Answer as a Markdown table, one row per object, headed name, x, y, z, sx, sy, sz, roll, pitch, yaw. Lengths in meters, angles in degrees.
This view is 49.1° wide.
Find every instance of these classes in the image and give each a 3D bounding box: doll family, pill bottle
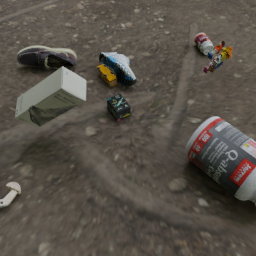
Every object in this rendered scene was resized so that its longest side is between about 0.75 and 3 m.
| name | x | y | z | sx | sy | sz | roll | pitch | yaw |
| --- | --- | --- | --- | --- | --- | --- | --- | --- | --- |
| doll family | 3.040 | -2.262 | 9.219 | 0.834 | 1.344 | 0.605 | -43 | 73 | -11 |
| pill bottle | 3.497 | -3.848 | 12.851 | 0.600 | 0.600 | 1.051 | -10 | 49 | -9 |
| pill bottle | 3.119 | 1.013 | 7.916 | 1.579 | 1.579 | 2.726 | -33 | 56 | -26 |

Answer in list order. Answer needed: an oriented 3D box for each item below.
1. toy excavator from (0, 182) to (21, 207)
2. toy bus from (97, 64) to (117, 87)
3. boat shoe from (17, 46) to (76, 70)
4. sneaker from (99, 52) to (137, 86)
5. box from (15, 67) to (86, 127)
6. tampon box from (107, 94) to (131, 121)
| name | x | y | z | sx | sy | sz | roll | pitch | yaw |
| --- | --- | --- | --- | --- | --- | --- | --- | --- | --- |
| toy excavator | -3.747 | 2.141 | 7.622 | 1.417 | 0.708 | 1.377 | 5 | 50 | -13 |
| toy bus | -0.877 | -2.180 | 11.501 | 0.347 | 0.418 | 1.067 | -27 | 54 | -20 |
| boat shoe | -3.446 | -2.896 | 11.845 | 2.481 | 0.892 | 0.804 | 0 | 43 | -8 |
| sneaker | -0.225 | -2.598 | 11.631 | 0.998 | 0.863 | 2.303 | -24 | 53 | -26 |
| box | -2.309 | -0.843 | 8.281 | 2.249 | 0.924 | 0.769 | -24 | 57 | 34 |
| tampon box | -0.340 | -0.745 | 10.185 | 0.587 | 0.495 | 0.784 | -23 | 53 | -19 |
